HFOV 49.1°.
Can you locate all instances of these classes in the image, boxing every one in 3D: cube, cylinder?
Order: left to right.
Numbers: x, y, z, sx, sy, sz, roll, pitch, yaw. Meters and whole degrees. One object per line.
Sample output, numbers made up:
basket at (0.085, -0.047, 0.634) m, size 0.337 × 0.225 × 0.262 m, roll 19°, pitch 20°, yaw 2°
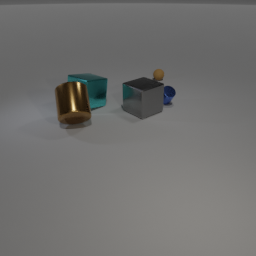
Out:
cylinder at (-2.325, -1.031, 11.850) m, size 1.400 × 1.400 × 1.400 m, roll -7°, pitch 72°, yaw -12°
cube at (-2.003, -1.835, 13.739) m, size 1.400 × 1.400 × 1.400 m, roll 22°, pitch 26°, yaw 36°
cube at (0.707, -1.446, 13.174) m, size 1.400 × 1.400 × 1.400 m, roll -23°, pitch 35°, yaw -35°
cylinder at (1.942, -1.645, 14.034) m, size 0.700 × 0.700 × 0.700 m, roll 6°, pitch 62°, yaw -12°

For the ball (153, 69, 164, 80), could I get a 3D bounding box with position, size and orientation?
ball at (1.935, -3.371, 17.633) m, size 0.700 × 0.700 × 0.700 m, roll 0°, pitch 28°, yaw 0°
